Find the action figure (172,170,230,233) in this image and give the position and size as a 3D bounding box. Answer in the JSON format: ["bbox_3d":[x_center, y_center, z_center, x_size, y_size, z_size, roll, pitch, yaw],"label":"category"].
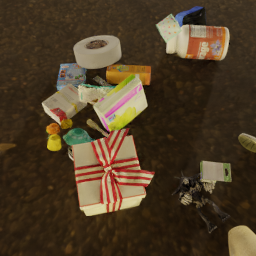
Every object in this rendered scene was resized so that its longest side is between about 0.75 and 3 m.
[{"bbox_3d":[2.374,2.282,9.428,1.327,1.139,2.233,-35,63,-9],"label":"action figure"}]

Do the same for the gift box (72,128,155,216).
[{"bbox_3d":[-0.505,1.457,9.106,2.406,2.247,2.220,-14,67,-9],"label":"gift box"}]

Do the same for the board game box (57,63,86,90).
[{"bbox_3d":[-2.593,-2.421,13.038,1.230,0.298,1.626,-3,50,0],"label":"board game box"}]

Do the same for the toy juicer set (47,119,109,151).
[{"bbox_3d":[-2.067,0.238,11.191,2.418,0.658,1.538,-6,36,-24],"label":"toy juicer set"}]

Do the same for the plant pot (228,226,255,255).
[{"bbox_3d":[3.620,3.752,8.422,1.334,1.334,1.424,-5,38,-4],"label":"plant pot"}]

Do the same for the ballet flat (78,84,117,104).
[{"bbox_3d":[-1.133,-1.402,11.808,0.920,0.920,2.564,45,30,26],"label":"ballet flat"}]

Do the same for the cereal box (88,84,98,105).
[{"bbox_3d":[-1.652,-1.496,12.565,0.998,0.197,0.718,34,62,21],"label":"cereal box"}]

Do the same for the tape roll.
[{"bbox_3d":[-1.438,-3.662,13.364,2.205,0.728,2.205,-6,39,5],"label":"tape roll"}]

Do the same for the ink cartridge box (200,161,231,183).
[{"bbox_3d":[3.230,1.645,10.371,1.053,0.252,0.766,6,56,4],"label":"ink cartridge box"}]

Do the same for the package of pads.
[{"bbox_3d":[-0.220,-0.873,11.098,2.079,1.607,0.709,-40,56,-13],"label":"package of pads"}]

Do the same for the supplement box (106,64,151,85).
[{"bbox_3d":[0.027,-2.461,12.903,2.010,0.691,0.669,2,44,5],"label":"supplement box"}]

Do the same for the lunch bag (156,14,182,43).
[{"bbox_3d":[1.848,-4.344,12.361,0.880,0.630,1.033,-32,58,19],"label":"lunch bag"}]

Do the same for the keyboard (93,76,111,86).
[{"bbox_3d":[-1.178,-2.115,13.095,1.027,0.055,0.289,37,58,22],"label":"keyboard"}]

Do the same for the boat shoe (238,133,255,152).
[{"bbox_3d":[5.062,0.633,10.927,1.521,0.568,0.520,33,57,11],"label":"boat shoe"}]

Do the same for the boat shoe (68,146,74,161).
[{"bbox_3d":[-1.637,1.159,10.535,1.554,0.531,0.574,37,63,22],"label":"boat shoe"}]

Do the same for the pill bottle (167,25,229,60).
[{"bbox_3d":[3.308,-4.146,13.585,2.761,1.549,1.549,4,56,4],"label":"pill bottle"}]

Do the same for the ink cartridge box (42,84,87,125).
[{"bbox_3d":[-2.671,-1.028,11.972,1.115,0.641,1.536,37,63,23],"label":"ink cartridge box"}]

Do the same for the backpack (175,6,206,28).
[{"bbox_3d":[3.209,-5.594,14.819,1.517,1.233,1.273,-29,32,-17],"label":"backpack"}]
